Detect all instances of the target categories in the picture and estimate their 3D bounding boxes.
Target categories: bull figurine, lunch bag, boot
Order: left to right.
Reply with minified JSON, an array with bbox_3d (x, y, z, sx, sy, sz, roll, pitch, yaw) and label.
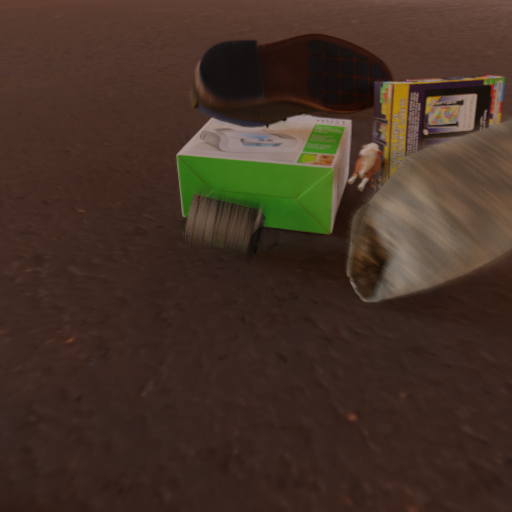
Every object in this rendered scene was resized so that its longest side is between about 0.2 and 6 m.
[{"bbox_3d":[0.538,-3.059,10.033,3.612,1.350,1.751,-2,2,-19],"label":"boot"},{"bbox_3d":[1.772,-1.430,9.073,0.373,0.696,1.147,33,9,11],"label":"bull figurine"},{"bbox_3d":[2.535,-0.432,7.577,2.149,2.621,1.541,-21,71,-22],"label":"lunch bag"}]

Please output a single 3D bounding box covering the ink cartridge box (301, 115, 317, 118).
[{"bbox_3d":[1.179,-3.367,14.353,0.836,0.352,0.610,23,39,32],"label":"ink cartridge box"}]

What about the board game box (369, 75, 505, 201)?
[{"bbox_3d":[3.077,-1.778,9.735,2.080,2.516,0.713,-6,22,-11],"label":"board game box"}]

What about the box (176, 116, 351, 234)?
[{"bbox_3d":[0.269,-1.683,10.752,2.821,1.364,2.489,8,35,14],"label":"box"}]

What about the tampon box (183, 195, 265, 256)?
[{"bbox_3d":[-0.492,-0.483,8.966,1.075,0.678,0.805,14,-3,9],"label":"tampon box"}]
